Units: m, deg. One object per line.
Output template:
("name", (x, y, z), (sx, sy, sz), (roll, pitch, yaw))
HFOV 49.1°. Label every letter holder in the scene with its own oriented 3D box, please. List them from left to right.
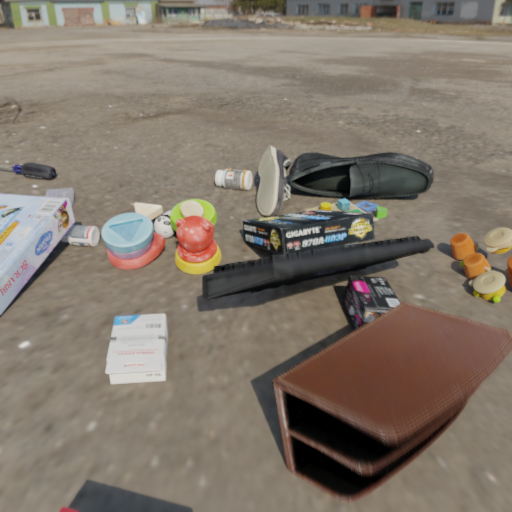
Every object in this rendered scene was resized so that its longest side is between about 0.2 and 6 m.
("letter holder", (1.628, 1.584, 6.078), (2.319, 1.166, 1.648), (-22, 22, -36))

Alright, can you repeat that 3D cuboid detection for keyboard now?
("keyboard", (0.878, 0.125, 8.667), (3.745, 0.480, 2.249), (-7, -9, -44))

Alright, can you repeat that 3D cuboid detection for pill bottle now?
("pill bottle", (-3.522, -0.407, 11.163), (0.678, 0.405, 0.405), (4, 27, 9))
("pill bottle", (-0.559, -1.912, 14.005), (0.852, 0.496, 0.496), (7, 28, 15))

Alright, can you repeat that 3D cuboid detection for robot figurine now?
("robot figurine", (-1.761, -0.683, 11.586), (0.591, 0.491, 0.787), (-23, 10, 38))

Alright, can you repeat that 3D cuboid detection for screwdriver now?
("screwdriver", (-6.687, -2.381, 15.049), (3.030, 0.423, 0.441), (10, -2, 20))

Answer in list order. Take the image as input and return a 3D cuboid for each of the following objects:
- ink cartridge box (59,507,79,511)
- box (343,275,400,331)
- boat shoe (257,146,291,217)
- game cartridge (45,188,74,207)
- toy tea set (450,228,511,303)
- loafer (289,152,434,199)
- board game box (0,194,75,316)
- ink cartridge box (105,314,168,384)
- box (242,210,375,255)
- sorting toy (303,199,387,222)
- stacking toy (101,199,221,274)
("ink cartridge box", (-1.104, 2.688, 4.556), (1.259, 0.918, 0.522), (8, 28, 15))
("box", (1.792, 0.790, 8.612), (0.654, 0.568, 0.990), (4, 28, -8))
("boat shoe", (0.547, -1.711, 13.157), (0.790, 0.916, 2.520), (23, 35, -18))
("game cartridge", (-4.659, -1.358, 13.289), (0.651, 0.193, 1.005), (-3, 27, -15))
("toy tea set", (4.252, 0.190, 9.964), (1.200, 0.747, 2.019), (-27, 28, 12))
("loafer", (2.421, -1.784, 13.194), (3.357, 1.140, 1.178), (6, 37, 15))
("board game box", (-5.239, -0.139, 9.918), (2.939, 0.606, 2.946), (5, 37, 10))
("ink cartridge box", (-1.617, 1.341, 7.706), (0.752, 0.440, 1.296), (-3, 27, -5))
("box", (0.898, -0.483, 10.491), (1.751, 0.507, 2.202), (-10, 10, -17))
("sorting toy", (1.847, -0.961, 12.343), (2.283, 0.311, 1.286), (-14, 30, -25))
("stacking toy", (-1.732, -0.677, 10.589), (2.204, 0.931, 1.995), (1, 44, 4))
